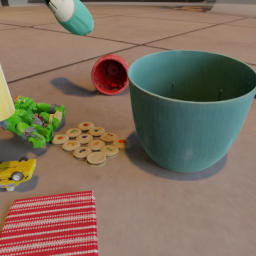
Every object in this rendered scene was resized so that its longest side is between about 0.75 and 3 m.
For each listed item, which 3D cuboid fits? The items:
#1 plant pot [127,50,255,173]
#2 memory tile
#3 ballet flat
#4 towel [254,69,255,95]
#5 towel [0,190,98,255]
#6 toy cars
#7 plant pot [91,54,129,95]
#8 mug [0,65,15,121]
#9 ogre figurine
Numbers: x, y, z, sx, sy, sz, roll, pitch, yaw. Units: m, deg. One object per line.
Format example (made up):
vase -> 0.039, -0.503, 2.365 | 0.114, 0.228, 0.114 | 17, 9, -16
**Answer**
plant pot -> 1.342, -0.302, 6.497 | 2.709, 2.174, 2.709 | 0, 34, 0
memory tile -> -1.005, 0.368, 7.486 | 1.890, 0.159, 1.449 | 23, 37, 34
ballet flat -> -2.245, -4.033, 8.880 | 2.936, 0.989, 1.033 | 51, 18, 19
towel -> 5.552, -1.703, 11.043 | 2.669, 0.479, 2.772 | 15, 30, 19
towel -> -1.318, 1.925, 4.608 | 1.659, 0.258, 2.294 | -6, 28, -6
toy cars -> -2.951, 1.271, 5.547 | 2.393, 0.530, 1.073 | -29, 35, -36
plant pot -> -0.617, -2.116, 10.656 | 1.424, 1.424, 1.296 | 1, 26, 1
mug -> -3.041, -0.971, 5.495 | 1.983, 1.628, 1.588 | 9, 23, 23
ogre figurine -> -2.621, -0.224, 7.734 | 1.335, 1.093, 2.228 | 17, 44, -5
